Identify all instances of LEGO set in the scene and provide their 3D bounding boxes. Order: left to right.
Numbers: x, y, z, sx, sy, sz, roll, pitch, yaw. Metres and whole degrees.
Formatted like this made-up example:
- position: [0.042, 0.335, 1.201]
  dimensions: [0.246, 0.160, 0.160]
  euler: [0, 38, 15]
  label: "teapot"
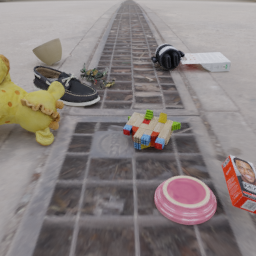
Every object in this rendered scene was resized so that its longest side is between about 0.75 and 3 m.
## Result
- position: [-1.251, -1.923, 10.850]
  dimensions: [1.176, 0.513, 1.811]
  euler: [-11, 44, -14]
  label: "LEGO set"

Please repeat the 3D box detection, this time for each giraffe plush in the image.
- position: [-2.753, -0.599, 7.080]
  dimensions: [2.089, 2.223, 2.577]
  euler: [13, 14, -22]
  label: "giraffe plush"

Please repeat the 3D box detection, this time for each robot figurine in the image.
- position: [1.757, -3.127, 12.348]
  dimensions: [1.189, 0.988, 1.583]
  euler: [22, 23, -20]
  label: "robot figurine"

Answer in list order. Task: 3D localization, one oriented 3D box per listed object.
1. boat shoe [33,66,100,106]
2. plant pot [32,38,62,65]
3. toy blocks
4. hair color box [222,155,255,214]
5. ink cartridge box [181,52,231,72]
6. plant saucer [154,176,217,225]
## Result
- position: [-2.164, -1.484, 9.478]
  dimensions: [2.875, 0.867, 1.062]
  euler: [22, 36, 33]
  label: "boat shoe"
- position: [-3.516, -3.371, 12.674]
  dimensions: [1.319, 0.886, 1.319]
  euler: [-23, 16, 7]
  label: "plant pot"
- position: [0.465, 0.130, 6.934]
  dimensions: [1.422, 0.711, 0.972]
  euler: [14, 44, 20]
  label: "toy blocks"
- position: [1.998, 0.955, 4.858]
  dimensions: [0.502, 0.303, 0.990]
  euler: [20, 34, -8]
  label: "hair color box"
- position: [3.339, -2.956, 12.595]
  dimensions: [2.051, 0.514, 1.651]
  euler: [-4, 29, 3]
  label: "ink cartridge box"
- position: [1.064, 1.256, 5.179]
  dimensions: [1.138, 0.288, 1.138]
  euler: [0, 30, 0]
  label: "plant saucer"
